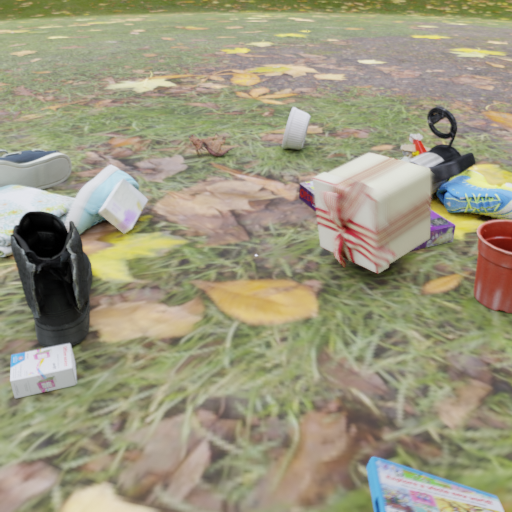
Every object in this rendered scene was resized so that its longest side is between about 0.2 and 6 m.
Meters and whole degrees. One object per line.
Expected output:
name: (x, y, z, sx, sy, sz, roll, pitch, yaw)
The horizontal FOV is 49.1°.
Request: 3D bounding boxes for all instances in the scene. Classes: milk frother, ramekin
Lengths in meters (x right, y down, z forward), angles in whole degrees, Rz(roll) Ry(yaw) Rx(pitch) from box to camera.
milk frother: (4.173, -2.475, 13.680, 1.740, 1.669, 1.850, -27, 83, -39)
ramekin: (1.221, -3.774, 16.802, 0.586, 1.258, 1.258, 16, 32, 5)

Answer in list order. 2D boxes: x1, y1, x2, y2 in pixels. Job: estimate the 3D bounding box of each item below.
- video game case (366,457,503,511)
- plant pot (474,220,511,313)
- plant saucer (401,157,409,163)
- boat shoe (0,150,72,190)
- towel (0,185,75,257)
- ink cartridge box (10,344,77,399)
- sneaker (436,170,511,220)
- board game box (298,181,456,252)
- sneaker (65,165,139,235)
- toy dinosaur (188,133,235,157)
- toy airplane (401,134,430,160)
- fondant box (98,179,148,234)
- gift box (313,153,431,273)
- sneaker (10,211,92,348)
video game case: (1.933, 2.955, 5.358, 1.563, 0.194, 2.184, 19, 21, -3)
plant pot: (4.416, 0.223, 9.791, 1.305, 1.269, 1.305, 1, 30, 0)
plant saucer: (3.093, -1.610, 12.190, 0.273, 1.089, 1.089, 5, 30, 4)
boat shoe: (-6.040, -2.068, 13.874, 0.937, 1.134, 3.030, 20, 34, 27)
towel: (-5.378, -0.841, 12.366, 2.052, 0.577, 2.398, 16, 34, 20)
ink cartridge box: (-3.103, 1.668, 8.196, 0.859, 0.364, 0.621, -9, 31, -17)
sneaker: (5.100, -1.165, 12.787, 1.260, 0.908, 2.398, -25, 31, -12)
board game box: (2.623, -1.043, 12.812, 2.021, 0.544, 3.367, -9, 31, -23)
sneaker: (-3.390, -1.181, 12.644, 1.006, 0.908, 2.456, 25, 45, -2)
toy dinosaur: (-1.305, -3.168, 16.440, 1.285, 0.552, 0.871, 26, 46, 15)
toy airplane: (4.555, -2.984, 15.915, 0.966, 0.681, 0.961, 35, 47, -4)
fondant box: (-2.917, -1.100, 12.360, 0.301, 0.746, 1.034, -26, 32, 38)
gift box: (2.179, -0.845, 10.400, 1.780, 1.759, 1.907, -28, 30, -26)
sneaker: (-3.370, 0.031, 9.367, 1.160, 2.015, 3.863, -9, 32, -17)
